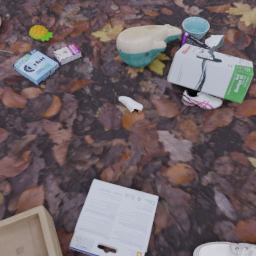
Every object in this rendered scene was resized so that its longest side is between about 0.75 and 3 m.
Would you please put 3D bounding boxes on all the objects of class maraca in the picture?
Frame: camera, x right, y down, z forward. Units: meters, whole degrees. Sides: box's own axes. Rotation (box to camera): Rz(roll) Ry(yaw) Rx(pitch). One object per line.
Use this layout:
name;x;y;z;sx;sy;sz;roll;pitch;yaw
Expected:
maraca;-4.237;-4.583;13.640;1.231;0.659;0.844;29;63;18

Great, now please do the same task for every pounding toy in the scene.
pounding toy;-3.475;3.208;8.041;2.602;1.355;2.962;-19;59;-12

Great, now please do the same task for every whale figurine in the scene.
whale figurine;0.956;-3.729;12.588;2.977;1.544;2.368;-25;41;-21

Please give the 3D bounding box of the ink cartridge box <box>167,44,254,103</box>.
ink cartridge box;3.330;-2.290;11.314;2.961;1.230;2.170;19;31;12

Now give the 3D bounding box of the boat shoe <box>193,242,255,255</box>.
boat shoe;3.364;3.724;7.907;2.908;1.008;1.030;4;57;3

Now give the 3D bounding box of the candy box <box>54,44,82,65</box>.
candy box;-2.807;-3.457;13.091;1.059;0.323;0.722;-27;61;-17

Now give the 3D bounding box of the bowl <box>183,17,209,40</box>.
bowl;3.273;-4.788;13.768;1.285;0.672;1.285;0;57;-1

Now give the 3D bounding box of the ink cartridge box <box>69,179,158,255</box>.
ink cartridge box;-0.384;2.948;8.749;2.276;0.463;2.281;14;58;9

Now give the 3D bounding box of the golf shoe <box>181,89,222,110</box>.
golf shoe;3.020;-1.180;11.336;1.626;0.749;0.590;8;56;4

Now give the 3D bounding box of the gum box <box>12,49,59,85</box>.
gum box;-4.138;-2.776;12.622;1.563;0.348;1.328;33;62;20

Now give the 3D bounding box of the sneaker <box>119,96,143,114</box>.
sneaker;0.069;-0.909;11.274;1.059;0.386;0.448;25;65;-3

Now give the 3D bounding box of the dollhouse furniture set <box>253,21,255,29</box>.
dollhouse furniture set;6.634;-4.922;13.982;0.706;0.710;1.007;16;87;11

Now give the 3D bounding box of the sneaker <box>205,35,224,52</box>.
sneaker;3.910;-3.851;13.266;0.696;0.611;1.737;23;54;30

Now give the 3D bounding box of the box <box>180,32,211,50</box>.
box;3.014;-3.579;12.747;0.263;1.042;1.458;-36;64;-22
